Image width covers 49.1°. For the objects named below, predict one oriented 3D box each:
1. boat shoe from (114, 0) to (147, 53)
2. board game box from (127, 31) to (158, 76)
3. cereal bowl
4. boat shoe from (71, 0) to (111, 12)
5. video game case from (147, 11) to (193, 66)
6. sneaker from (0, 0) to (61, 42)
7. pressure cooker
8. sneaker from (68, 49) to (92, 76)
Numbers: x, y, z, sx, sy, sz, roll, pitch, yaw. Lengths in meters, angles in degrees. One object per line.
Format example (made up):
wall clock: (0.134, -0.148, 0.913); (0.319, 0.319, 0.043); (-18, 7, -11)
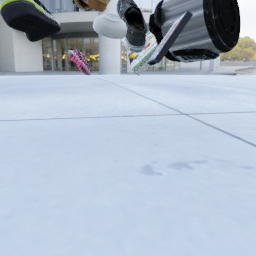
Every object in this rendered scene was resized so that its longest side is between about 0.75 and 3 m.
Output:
boat shoe: (0.156, -3.557, 9.042); (0.903, 0.745, 2.631); (-2, 56, -15)
board game box: (1.146, -3.383, 10.738); (0.474, 2.738, 1.728); (38, 22, -28)
cereal bowl: (-0.482, -2.953, 7.966); (0.985, 0.410, 0.985); (11, 43, -10)
boat shoe: (-1.104, -3.477, 6.955); (1.000, 0.976, 2.643); (11, 22, -31)
video game case: (0.673, -1.472, 4.724); (0.115, 0.905, 0.817); (34, 5, -9)
sneaker: (-2.430, -2.973, 6.948); (0.967, 1.117, 2.697); (-22, 5, 0)
pressure cooker: (1.861, -3.018, 8.229); (2.334, 2.052, 2.085); (-1, 44, 42)
sneaker: (-1.889, -2.785, 11.677); (0.499, 1.262, 0.602); (-26, 16, 50)
